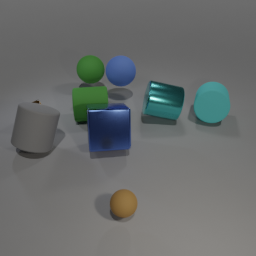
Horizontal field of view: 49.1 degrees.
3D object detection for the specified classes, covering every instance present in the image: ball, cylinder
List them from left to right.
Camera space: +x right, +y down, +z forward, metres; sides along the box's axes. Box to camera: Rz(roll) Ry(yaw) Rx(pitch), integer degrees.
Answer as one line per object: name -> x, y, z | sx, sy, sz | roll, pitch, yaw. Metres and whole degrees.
cylinder -> -3.193, -0.033, 9.693 | 1.400, 1.400, 1.400 | 16, 12, -3
ball -> -1.872, -2.931, 14.038 | 1.400, 1.400, 1.400 | 0, 31, 0
cylinder -> -1.543, -0.999, 11.667 | 1.400, 1.400, 1.400 | -4, 31, -6
ball -> -0.332, -2.620, 12.928 | 1.400, 1.400, 1.400 | 0, 31, 0
ball -> -0.108, 1.898, 7.060 | 0.700, 0.700, 0.700 | 0, 31, 0
cylinder -> 1.417, -1.114, 11.415 | 1.400, 1.400, 1.400 | 11, 31, -5
cylinder -> 3.481, -1.087, 11.638 | 1.400, 1.400, 1.400 | 8, 24, 14

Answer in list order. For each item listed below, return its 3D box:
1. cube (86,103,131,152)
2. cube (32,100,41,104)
cube -> -0.700, -0.070, 9.771 | 1.400, 1.400, 1.400 | -3, 13, -9
cube -> -3.821, -0.613, 11.395 | 0.700, 0.700, 0.700 | -29, -4, -29
